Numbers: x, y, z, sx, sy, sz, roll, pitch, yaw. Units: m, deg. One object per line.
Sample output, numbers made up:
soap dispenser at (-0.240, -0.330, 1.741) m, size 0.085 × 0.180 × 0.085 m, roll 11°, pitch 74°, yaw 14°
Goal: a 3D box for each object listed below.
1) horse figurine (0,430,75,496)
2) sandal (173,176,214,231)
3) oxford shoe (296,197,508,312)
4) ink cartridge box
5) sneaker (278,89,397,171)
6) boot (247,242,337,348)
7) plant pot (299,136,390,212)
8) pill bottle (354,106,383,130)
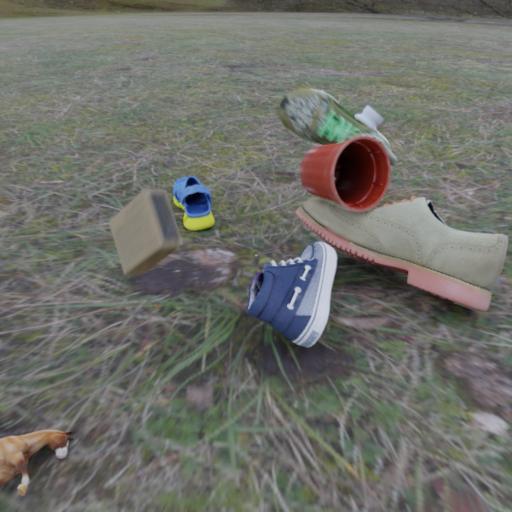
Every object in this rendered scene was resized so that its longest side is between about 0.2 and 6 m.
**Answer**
horse figurine at (-2.972, 2.276, 5.884) m, size 1.866 × 0.466 × 1.236 m, roll -10°, pitch 19°, yaw -6°
sandal at (-1.324, -1.313, 11.895) m, size 0.794 × 0.870 × 1.998 m, roll -11°, pitch 30°, yaw -16°
oxford shoe at (2.344, -0.399, 9.400) m, size 3.670 × 1.355 × 1.299 m, roll 27°, pitch 9°, yaw 30°
ink cartridge box at (-1.546, -0.322, 7.763) m, size 0.385 × 0.844 × 1.024 m, roll -4°, pitch -20°, yaw -46°
sneaker at (1.586, -2.201, 9.991) m, size 2.506 × 0.964 × 1.110 m, roll 22°, pitch 12°, yaw -21°
boot at (0.558, 0.305, 8.645) m, size 1.084 × 0.873 × 2.401 m, roll 30°, pitch 29°, yaw -9°
plant pot at (1.392, -1.387, 9.348) m, size 1.196 × 1.196 × 1.163 m, roll -16°, pitch 18°, yaw -26°
pill bottle at (2.222, -2.672, 12.306) m, size 0.658 × 1.174 × 0.658 m, roll 37°, pitch 16°, yaw -12°
